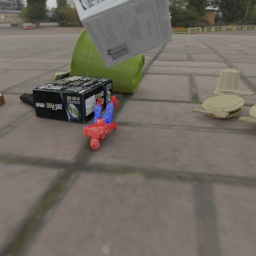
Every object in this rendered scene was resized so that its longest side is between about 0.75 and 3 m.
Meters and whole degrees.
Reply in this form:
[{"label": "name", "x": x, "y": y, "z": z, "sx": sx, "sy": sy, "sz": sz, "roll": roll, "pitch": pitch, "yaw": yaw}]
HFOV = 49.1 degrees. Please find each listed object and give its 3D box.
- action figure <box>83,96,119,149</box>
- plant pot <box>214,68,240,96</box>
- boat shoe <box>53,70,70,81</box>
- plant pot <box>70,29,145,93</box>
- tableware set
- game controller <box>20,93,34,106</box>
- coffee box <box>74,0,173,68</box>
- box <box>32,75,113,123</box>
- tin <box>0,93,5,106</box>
[{"label": "action figure", "x": -0.699, "y": -0.153, "z": 7.554, "sx": 0.783, "sy": 0.619, "sz": 2.395, "roll": -3, "pitch": 27, "yaw": 7}, {"label": "plant pot", "x": 4.031, "y": -1.846, "z": 11.181, "sx": 1.044, "sy": 0.956, "sz": 1.044, "roll": 0, "pitch": 22, "yaw": 0}, {"label": "boat shoe", "x": -2.742, "y": -2.388, "z": 13.171, "sx": 0.494, "sy": 0.558, "sz": 1.523, "roll": 31, "pitch": 40, "yaw": 34}, {"label": "plant pot", "x": -0.670, "y": -2.480, "z": 11.274, "sx": 2.433, "sy": 2.562, "sz": 2.562, "roll": 16, "pitch": 25, "yaw": 9}, {"label": "tableware set", "x": 3.561, "y": -0.452, "z": 8.345, "sx": 1.884, "sy": 0.571, "sz": 2.850, "roll": -31, "pitch": 30, "yaw": -32}, {"label": "game controller", "x": -3.227, "y": -0.980, "z": 10.037, "sx": 0.810, "sy": 0.327, "sz": 1.552, "roll": -2, "pitch": 17, "yaw": -46}, {"label": "coffee box", "x": -0.147, "y": -2.305, "z": 5.241, "sx": 1.456, "sy": 1.453, "sz": 1.440, "roll": -22, "pitch": 67, "yaw": 4}, {"label": "box", "x": -1.703, "y": -1.020, "z": 9.174, "sx": 1.763, "sy": 0.927, "sz": 2.152, "roll": 8, "pitch": 23, "yaw": 18}, {"label": "tin", "x": -5.323, "y": -0.898, "z": 9.655, "sx": 1.990, "sy": 0.417, "sz": 1.114, "roll": -13, "pitch": 30, "yaw": -29}]
